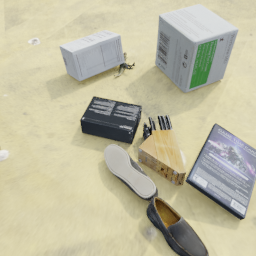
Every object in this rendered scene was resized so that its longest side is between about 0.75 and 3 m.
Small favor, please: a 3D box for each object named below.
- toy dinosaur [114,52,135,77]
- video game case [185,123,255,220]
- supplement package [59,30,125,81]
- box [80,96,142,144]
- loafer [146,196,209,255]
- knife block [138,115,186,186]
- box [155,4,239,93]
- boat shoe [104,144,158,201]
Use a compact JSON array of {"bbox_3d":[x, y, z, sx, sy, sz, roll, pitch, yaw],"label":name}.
[{"bbox_3d":[-0.098,-2.748,12.387,0.707,0.381,1.604,4,50,15],"label":"toy dinosaur"},{"bbox_3d":[2.992,1.176,8.449,1.842,0.245,2.578,35,51,5],"label":"video game case"},{"bbox_3d":[-1.481,-3.128,11.931,2.309,1.313,1.265,-28,39,-24],"label":"supplement package"},{"bbox_3d":[-0.568,-0.304,9.893,1.858,0.733,1.311,13,46,11],"label":"box"},{"bbox_3d":[1.242,2.610,7.239,0.734,0.729,2.016,-36,56,-27],"label":"loafer"},{"bbox_3d":[1.309,0.538,9.141,2.206,0.706,1.936,31,55,25],"label":"knife block"},{"bbox_3d":[2.628,-3.248,11.427,2.083,2.420,2.432,-22,51,-19],"label":"box"},{"bbox_3d":[0.056,1.393,8.531,0.765,0.652,2.287,-42,54,-8],"label":"boat shoe"}]
